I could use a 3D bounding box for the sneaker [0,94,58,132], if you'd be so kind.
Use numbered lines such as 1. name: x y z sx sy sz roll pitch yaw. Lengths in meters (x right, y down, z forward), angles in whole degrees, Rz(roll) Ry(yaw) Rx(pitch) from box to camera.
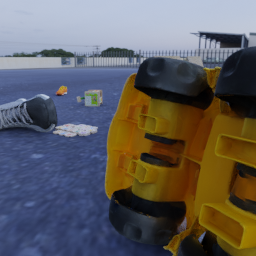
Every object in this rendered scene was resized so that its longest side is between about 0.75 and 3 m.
1. sneaker: -3.146 -0.249 7.669 1.592 1.034 2.757 -18 12 -38

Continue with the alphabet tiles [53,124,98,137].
1. alphabet tiles: -1.485 0.044 8.006 1.193 0.087 1.167 11 18 35

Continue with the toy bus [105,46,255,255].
1. toy bus: 1.503 0.450 3.160 2.873 2.031 2.992 7 6 -32

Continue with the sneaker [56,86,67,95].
1. sneaker: -3.688 -2.057 15.422 0.453 0.479 1.242 2 16 2

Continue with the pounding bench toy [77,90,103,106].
1. pounding bench toy: -1.670 -1.325 12.250 1.005 0.625 0.784 1 14 5

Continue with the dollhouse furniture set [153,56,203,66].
1. dollhouse furniture set: 2.162 -1.234 12.105 2.818 2.414 2.963 -4 -20 -17
